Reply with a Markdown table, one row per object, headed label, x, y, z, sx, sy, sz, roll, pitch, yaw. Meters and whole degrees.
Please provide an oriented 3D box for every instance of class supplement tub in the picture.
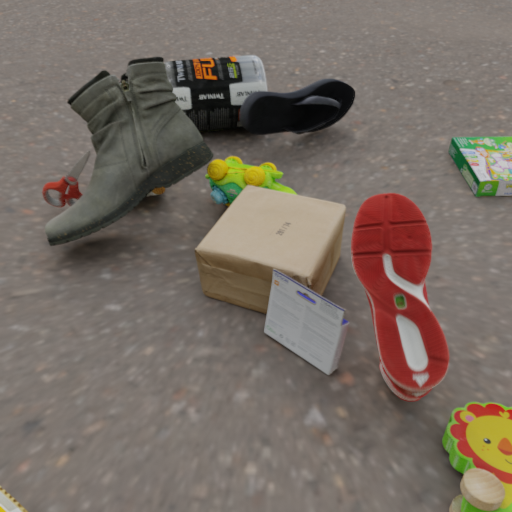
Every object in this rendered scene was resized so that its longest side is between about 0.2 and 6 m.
| label | x | y | z | sx | sy | sz | roll | pitch | yaw |
| --- | --- | --- | --- | --- | --- | --- | --- | --- | --- |
| supplement tub | -1.095 | -3.430 | 12.005 | 2.496 | 1.529 | 1.529 | -8 | 39 | -10 |

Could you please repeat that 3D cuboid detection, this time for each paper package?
| label | x | y | z | sx | sy | sz | roll | pitch | yaw |
| --- | --- | --- | --- | --- | --- | --- | --- | --- | --- |
| paper package | 0.265 | -0.083 | 8.223 | 1.750 | 0.950 | 1.836 | 15 | 41 | 18 |

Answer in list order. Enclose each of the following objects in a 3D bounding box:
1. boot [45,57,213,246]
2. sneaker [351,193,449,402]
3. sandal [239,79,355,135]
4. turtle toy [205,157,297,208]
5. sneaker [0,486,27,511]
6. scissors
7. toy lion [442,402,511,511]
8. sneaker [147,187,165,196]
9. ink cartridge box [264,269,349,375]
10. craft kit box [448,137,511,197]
| label | x | y | z | sx | sy | sz | roll | pitch | yaw |
| --- | --- | --- | --- | --- | --- | --- | --- | --- | --- |
| boot | -2.322 | -1.625 | 8.662 | 2.996 | 1.957 | 1.014 | -34 | 13 | -7 |
| sneaker | 1.593 | 0.553 | 6.667 | 0.947 | 1.397 | 2.418 | -1 | 61 | 6 |
| sandal | 0.972 | -2.914 | 11.486 | 2.879 | 1.095 | 0.617 | -21 | 47 | -32 |
| turtle toy | -0.078 | -1.155 | 9.625 | 1.715 | 0.867 | 1.250 | 13 | 16 | 12 |
| sneaker | -2.068 | 2.813 | 4.879 | 1.786 | 0.669 | 0.805 | 21 | 51 | 34 |
| scissors | -2.995 | -1.191 | 8.808 | 0.811 | 2.217 | 0.154 | 16 | 69 | -11 |
| toy lion | 2.749 | 2.219 | 5.730 | 1.666 | 0.572 | 1.596 | 18 | 34 | 21 |
| sneaker | -2.434 | -1.942 | 10.569 | 1.139 | 0.972 | 2.583 | -13 | 35 | -6 |
| ink cartridge box | 0.620 | 0.782 | 6.966 | 1.099 | 1.101 | 0.223 | 31 | 42 | 29 |
| craft kit box | 4.848 | -1.748 | 10.801 | 1.752 | 0.430 | 1.774 | 1 | 38 | -3 |
